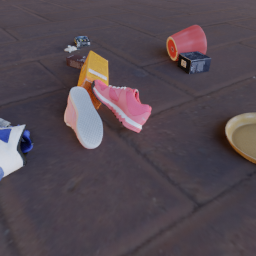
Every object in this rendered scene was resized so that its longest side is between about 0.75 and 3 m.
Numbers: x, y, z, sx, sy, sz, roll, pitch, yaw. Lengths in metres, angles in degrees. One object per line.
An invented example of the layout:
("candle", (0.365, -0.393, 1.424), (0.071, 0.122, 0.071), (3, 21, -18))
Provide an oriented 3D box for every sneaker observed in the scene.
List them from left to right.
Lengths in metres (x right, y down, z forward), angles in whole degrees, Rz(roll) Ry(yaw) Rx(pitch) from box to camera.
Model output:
("sneaker", (-3.507, 0.379, 7.448), (1.622, 1.135, 2.808), (-24, 47, -36))
("sneaker", (-1.376, -0.128, 8.451), (0.782, 1.087, 2.079), (-5, 59, -29))
("sneaker", (-0.166, -0.890, 8.526), (2.324, 1.008, 0.856), (45, 11, 26))

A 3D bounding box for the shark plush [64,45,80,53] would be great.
("shark plush", (-2.945, -4.219, 14.862), (0.843, 0.383, 0.351), (-26, 11, -26))

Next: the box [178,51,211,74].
("box", (2.975, -2.973, 12.647), (1.047, 0.660, 1.065), (-12, 36, -18))

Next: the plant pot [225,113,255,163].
("plant pot", (4.118, 0.380, 7.968), (2.650, 0.364, 2.650), (-1, 34, 0))

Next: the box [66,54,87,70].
("box", (-2.218, -3.041, 12.964), (1.189, 0.446, 0.596), (19, 39, 28))

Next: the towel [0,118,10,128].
("towel", (-4.234, -0.017, 8.723), (0.949, 0.164, 0.914), (23, 40, 29))

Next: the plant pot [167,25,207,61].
("plant pot", (2.757, -4.005, 13.551), (1.438, 1.625, 1.625), (-19, 37, -10))

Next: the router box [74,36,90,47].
("router box", (-2.586, -4.888, 15.798), (0.750, 0.311, 1.001), (-10, 35, -14))

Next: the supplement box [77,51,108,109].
("supplement box", (-1.305, -1.889, 10.563), (0.966, 0.935, 2.809), (23, 30, -21))
